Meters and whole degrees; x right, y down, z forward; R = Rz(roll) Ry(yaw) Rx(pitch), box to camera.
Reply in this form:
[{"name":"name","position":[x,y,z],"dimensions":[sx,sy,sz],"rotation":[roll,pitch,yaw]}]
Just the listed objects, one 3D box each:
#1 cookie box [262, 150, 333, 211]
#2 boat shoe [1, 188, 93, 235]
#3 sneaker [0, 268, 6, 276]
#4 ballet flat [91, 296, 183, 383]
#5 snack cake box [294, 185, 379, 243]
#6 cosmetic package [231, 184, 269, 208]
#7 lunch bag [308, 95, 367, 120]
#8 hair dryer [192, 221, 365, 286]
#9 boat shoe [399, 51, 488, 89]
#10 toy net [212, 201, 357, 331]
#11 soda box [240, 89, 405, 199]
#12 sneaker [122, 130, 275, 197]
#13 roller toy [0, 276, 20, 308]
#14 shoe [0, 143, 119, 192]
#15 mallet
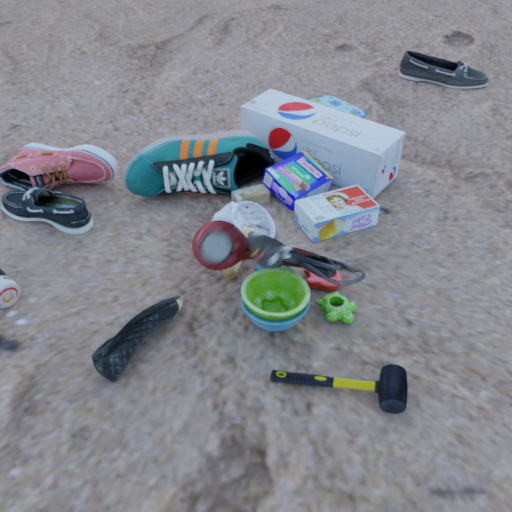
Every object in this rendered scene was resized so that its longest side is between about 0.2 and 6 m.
[{"name":"cookie box","position":[0.950,-1.730,12.755],"dimensions":[1.237,0.465,1.058],"rotation":[-30,66,-31]},{"name":"boat shoe","position":[-4.550,-1.130,12.071],"dimensions":[2.293,0.692,0.867],"rotation":[12,42,14]},{"name":"sneaker","position":[-5.719,0.170,10.523],"dimensions":[1.981,0.785,0.747],"rotation":[3,43,5]},{"name":"ballet flat","position":[-1.942,1.333,9.497],"dimensions":[0.669,0.572,2.012],"rotation":[-18,18,48]},{"name":"snack cake box","position":[1.706,-0.923,11.957],"dimensions":[1.580,0.531,0.909],"rotation":[-16,42,-18]},{"name":"cosmetic package","position":[-0.126,-1.336,12.628],"dimensions":[0.785,0.279,0.413],"rotation":[-18,44,-19]},{"name":"lunch bag","position":[1.962,-3.635,14.958],"dimensions":[1.364,0.700,1.697],"rotation":[-29,49,-31]},{"name":"hair dryer","position":[0.047,0.051,9.799],"dimensions":[2.436,0.869,3.199],"rotation":[18,3,-40]},{"name":"boat shoe","position":[5.831,-5.795,17.387],"dimensions":[2.737,0.780,0.915],"rotation":[13,42,14]},{"name":"toy net","position":[0.303,-0.118,10.839],"dimensions":[2.126,0.783,4.053],"rotation":[-13,42,-14]},{"name":"soda box","position":[1.493,-2.795,13.579],"dimensions":[3.889,1.238,1.324],"rotation":[26,47,28]},{"name":"sneaker","position":[-1.190,-1.990,12.639],"dimensions":[3.492,1.246,1.395],"rotation":[-20,40,-23]},{"name":"roller toy","position":[-4.601,0.651,10.156],"dimensions":[0.398,0.570,0.520],"rotation":[32,41,29]},{"name":"shoe","position":[-4.551,-1.892,12.822],"dimensions":[2.692,0.962,1.224],"rotation":[10,43,19]},{"name":"mallet","position":[1.279,2.062,8.689],"dimensions":[2.133,0.439,0.702],"rotation":[-1,45,6]}]
